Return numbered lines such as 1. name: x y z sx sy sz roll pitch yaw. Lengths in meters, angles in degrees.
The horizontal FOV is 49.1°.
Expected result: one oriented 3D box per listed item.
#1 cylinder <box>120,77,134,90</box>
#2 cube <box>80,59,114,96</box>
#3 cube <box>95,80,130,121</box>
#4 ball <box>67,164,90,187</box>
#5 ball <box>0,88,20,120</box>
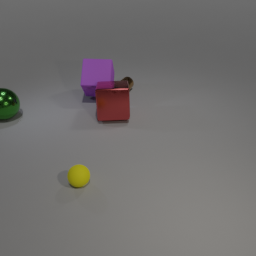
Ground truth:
1. cylinder: -0.134 -2.314 15.020 0.700 0.700 0.700 12 33 19
2. cube: -1.447 -2.423 13.686 1.400 1.400 1.400 2 75 3
3. cube: -0.651 -1.224 12.326 1.400 1.400 1.400 -2 23 -1
4. ball: -1.532 1.486 8.714 0.700 0.700 0.700 0 31 0
5. ball: -5.469 -1.047 12.255 1.400 1.400 1.400 0 31 0
